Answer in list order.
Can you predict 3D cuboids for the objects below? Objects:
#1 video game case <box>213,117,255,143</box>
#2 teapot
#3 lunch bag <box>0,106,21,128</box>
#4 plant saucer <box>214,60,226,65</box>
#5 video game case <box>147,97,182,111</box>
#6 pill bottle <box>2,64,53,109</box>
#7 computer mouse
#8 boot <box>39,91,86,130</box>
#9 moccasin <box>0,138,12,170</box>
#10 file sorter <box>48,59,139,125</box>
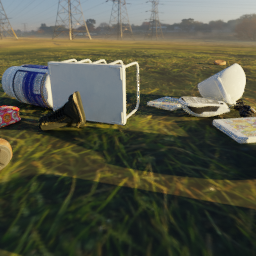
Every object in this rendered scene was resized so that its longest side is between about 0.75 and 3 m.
[{"bbox_3d":[3.797,0.020,8.577,1.797,0.206,1.635,-4,20,-10],"label":"video game case"},{"bbox_3d":[3.889,-1.538,11.224,2.002,1.462,1.976,-28,0,-21],"label":"teapot"},{"bbox_3d":[-4.385,-0.370,9.262,1.160,0.539,1.316,8,20,34],"label":"lunch bag"},{"bbox_3d":[7.892,-5.646,24.076,1.018,0.164,1.018,-3,30,2],"label":"plant saucer"},{"bbox_3d":[1.686,-1.021,11.535,1.242,0.156,1.364,17,26,40],"label":"video game case"},{"bbox_3d":[-3.624,-1.709,11.245,2.818,1.631,1.631,13,23,30],"label":"pill bottle"},{"bbox_3d":[3.083,-0.690,10.072,2.672,0.586,1.465,4,23,-2],"label":"computer mouse"},{"bbox_3d":[-1.961,-0.352,8.058,1.380,0.773,1.995,-10,-19,-12],"label":"boot"},{"bbox_3d":[-3.913,0.649,5.850,2.805,1.026,1.083,-13,31,-9],"label":"moccasin"},{"bbox_3d":[-1.090,-1.427,9.900,2.754,1.911,1.715,8,23,22],"label":"file sorter"}]
